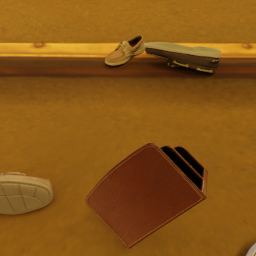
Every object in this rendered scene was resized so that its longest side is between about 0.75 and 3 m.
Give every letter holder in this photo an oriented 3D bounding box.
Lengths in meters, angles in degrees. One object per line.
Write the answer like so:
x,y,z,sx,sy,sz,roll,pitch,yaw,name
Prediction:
0.285,1.033,5.046,1.301,1.831,0.921,45,26,-2,letter holder

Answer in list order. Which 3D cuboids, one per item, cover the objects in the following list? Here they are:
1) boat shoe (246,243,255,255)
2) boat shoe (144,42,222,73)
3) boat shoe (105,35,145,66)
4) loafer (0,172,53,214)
2.278,2.654,4.252,0.904,1.043,2.447,46,48,4,boat shoe
1.760,-2.366,9.393,2.551,0.768,0.909,11,31,10,boat shoe
-0.110,-2.803,9.943,0.680,0.610,1.837,31,52,28,boat shoe
-2.865,1.295,5.891,2.580,0.927,0.811,-7,29,-4,loafer
